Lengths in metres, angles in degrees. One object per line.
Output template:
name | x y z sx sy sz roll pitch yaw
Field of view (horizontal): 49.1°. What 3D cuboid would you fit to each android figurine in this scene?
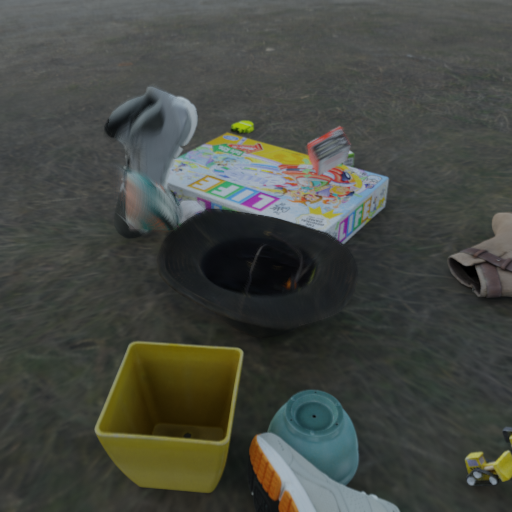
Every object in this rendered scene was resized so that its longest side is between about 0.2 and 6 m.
android figurine | -0.392 -3.825 16.660 0.691 0.156 0.759 23 41 30

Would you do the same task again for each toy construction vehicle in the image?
toy construction vehicle | 3.272 2.325 6.771 1.113 0.450 1.279 -14 -8 -43

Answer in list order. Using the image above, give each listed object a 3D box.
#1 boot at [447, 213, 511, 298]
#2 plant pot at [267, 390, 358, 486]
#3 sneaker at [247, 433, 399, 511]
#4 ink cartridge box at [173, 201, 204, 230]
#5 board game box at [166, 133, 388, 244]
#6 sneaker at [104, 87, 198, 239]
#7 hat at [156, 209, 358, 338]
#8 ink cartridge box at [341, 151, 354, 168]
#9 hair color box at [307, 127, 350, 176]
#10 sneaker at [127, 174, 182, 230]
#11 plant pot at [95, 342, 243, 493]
boot | 4.468 -0.055 10.553 1.760 0.846 2.407 -14 27 -4
plant pot | 0.710 2.234 7.073 1.226 0.821 1.226 0 33 0
sneaker | 0.918 2.902 6.142 1.180 0.971 2.565 -16 44 -34
ink cartridge box | -1.204 -0.584 11.199 0.383 0.661 0.913 -7 41 -47
board game box | 0.214 -1.463 12.567 4.540 0.777 3.052 21 39 28
sneaker | -2.414 -1.857 10.773 1.136 3.027 1.748 27 7 28
hat | -0.021 0.488 9.263 3.212 1.296 3.212 5 37 -4
ink cartridge box | 1.941 -2.603 14.625 0.797 0.408 1.078 -14 35 -19
hair color box | 1.471 -2.100 11.380 0.733 0.442 1.443 -28 -4 4
sneaker | -1.611 -0.829 8.934 0.871 0.778 2.181 0 -2 -11
plant pot | -0.954 2.063 6.898 1.468 1.295 1.468 3 35 4
